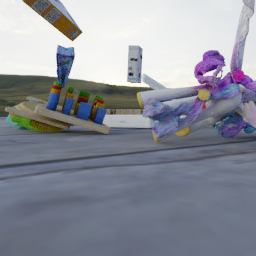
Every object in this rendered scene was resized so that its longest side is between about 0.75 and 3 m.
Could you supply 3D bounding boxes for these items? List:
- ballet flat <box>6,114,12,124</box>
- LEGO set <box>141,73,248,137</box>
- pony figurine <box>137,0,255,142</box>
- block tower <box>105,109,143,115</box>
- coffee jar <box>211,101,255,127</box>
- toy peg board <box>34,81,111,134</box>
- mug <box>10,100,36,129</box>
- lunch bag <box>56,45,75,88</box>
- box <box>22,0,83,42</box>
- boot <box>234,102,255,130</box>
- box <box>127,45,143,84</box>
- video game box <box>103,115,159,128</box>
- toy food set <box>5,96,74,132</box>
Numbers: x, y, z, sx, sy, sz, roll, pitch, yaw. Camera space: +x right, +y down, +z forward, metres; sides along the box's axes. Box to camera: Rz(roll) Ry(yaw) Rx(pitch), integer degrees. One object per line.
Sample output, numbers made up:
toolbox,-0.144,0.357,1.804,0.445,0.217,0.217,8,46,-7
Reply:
ballet flat,-4.690,-0.606,12.649,2.377,0.800,0.837,4,-33,22
LEGO set,1.614,-0.644,6.674,2.782,0.683,2.079,32,13,-5
pony figurine,1.575,-0.538,4.519,2.641,2.199,2.550,-15,-9,17
block tower,-0.626,-0.575,14.252,2.841,0.821,0.767,3,4,19
coffee jar,4.350,-0.567,11.017,2.446,1.043,1.275,0,11,1
toy peg board,-1.392,-0.615,7.443,1.846,0.903,1.838,16,2,-16
mug,-3.509,-0.461,9.326,0.836,1.017,0.629,11,10,28
lunch bag,-2.860,-2.668,12.597,0.815,1.734,1.305,4,31,-14
box,-2.423,-3.737,8.478,0.566,1.624,2.728,-37,-20,9
boot,3.178,-0.107,5.801,1.570,0.754,2.147,14,13,-28
box,0.329,-2.936,13.043,0.504,1.676,0.978,4,5,15
video game box,0.120,-0.273,10.745,2.182,0.511,1.988,1,1,22
toy food set,-2.565,-0.308,8.524,1.928,0.560,2.792,18,10,-11
